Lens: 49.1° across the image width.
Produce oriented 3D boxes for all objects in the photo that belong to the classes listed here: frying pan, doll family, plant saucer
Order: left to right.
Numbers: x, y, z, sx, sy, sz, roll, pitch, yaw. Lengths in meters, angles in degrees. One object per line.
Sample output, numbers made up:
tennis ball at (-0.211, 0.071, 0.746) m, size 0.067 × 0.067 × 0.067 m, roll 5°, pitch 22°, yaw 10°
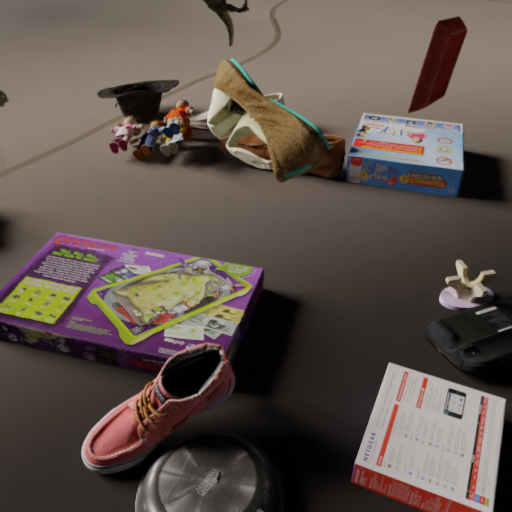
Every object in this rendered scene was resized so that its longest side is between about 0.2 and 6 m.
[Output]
doll family at (-2.449, -3.042, 14.060) m, size 2.417 × 1.089 × 1.500 m, roll -10°, pitch 41°, yaw 20°
frying pan at (-0.267, 3.092, 6.302) m, size 1.787 × 0.481 × 2.953 m, roll -20°, pitch 38°, yaw -24°
plant saucer at (3.704, -3.817, 11.255) m, size 0.323 × 1.754 × 1.758 m, roll 25°, pitch 34°, yaw 21°

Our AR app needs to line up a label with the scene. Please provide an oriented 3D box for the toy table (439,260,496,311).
toy table at (3.622, 0.534, 9.533) m, size 0.945 × 0.553 × 0.869 m, roll -16°, pitch 40°, yaw -18°

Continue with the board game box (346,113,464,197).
board game box at (3.593, -2.483, 13.379) m, size 2.535 × 0.708 × 2.482 m, roll 10°, pitch 39°, yaw 13°

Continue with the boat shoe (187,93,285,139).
boat shoe at (-0.638, -3.842, 14.895) m, size 2.979 × 1.040 × 1.056 m, roll -8°, pitch 38°, yaw -11°

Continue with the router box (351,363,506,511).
router box at (2.259, 2.356, 7.208) m, size 1.605 × 0.437 × 1.788 m, roll 16°, pitch 40°, yaw 20°

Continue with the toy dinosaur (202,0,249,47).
toy dinosaur at (-0.636, -5.039, 11.085) m, size 0.829 × 1.882 × 0.447 m, roll -18°, pitch 56°, yaw 22°

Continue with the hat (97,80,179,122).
hat at (-3.211, -4.257, 15.555) m, size 2.343 × 0.945 × 2.343 m, roll -5°, pitch 24°, yaw 2°

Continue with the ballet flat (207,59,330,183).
ballet flat at (-0.088, -1.996, 8.337) m, size 1.056 × 0.990 × 2.920 m, roll -40°, pitch 53°, yaw 2°

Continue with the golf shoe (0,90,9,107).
golf shoe at (-4.247, -2.361, 7.563) m, size 0.669 × 0.830 × 1.708 m, roll -33°, pitch -5°, yaw 17°

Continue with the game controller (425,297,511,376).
game controller at (3.900, 1.181, 8.858) m, size 2.358 × 0.496 × 1.230 m, roll -13°, pitch 24°, yaw -17°

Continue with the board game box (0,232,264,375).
board game box at (-2.101, 0.748, 9.271) m, size 4.021 × 0.649 × 2.414 m, roll 10°, pitch 42°, yaw 13°

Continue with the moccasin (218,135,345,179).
moccasin at (0.563, -2.684, 13.229) m, size 3.123 × 1.206 × 1.142 m, roll 18°, pitch 41°, yaw 22°

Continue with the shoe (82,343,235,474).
shoe at (-1.265, 1.872, 7.048) m, size 2.189 × 0.996 × 0.782 m, roll -29°, pitch 62°, yaw -15°
